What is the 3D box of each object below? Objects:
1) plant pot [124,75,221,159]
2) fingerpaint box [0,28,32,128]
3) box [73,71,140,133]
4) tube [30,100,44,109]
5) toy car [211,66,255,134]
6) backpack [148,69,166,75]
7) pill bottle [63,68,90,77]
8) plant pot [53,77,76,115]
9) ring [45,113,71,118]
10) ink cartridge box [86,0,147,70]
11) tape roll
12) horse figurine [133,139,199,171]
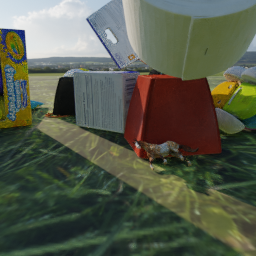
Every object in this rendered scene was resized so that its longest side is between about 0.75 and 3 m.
[{"bbox_3d":[1.005,-0.417,6.755,1.919,1.691,1.917,-2,14,-11],"label":"plant pot"},{"bbox_3d":[-4.331,-1.455,8.381,2.474,2.966,1.088,-8,17,-34],"label":"fingerpaint box"},{"bbox_3d":[-0.646,-0.867,8.582,1.877,1.727,0.985,9,17,32],"label":"box"},{"bbox_3d":[-4.380,-0.994,11.957,0.894,0.582,2.308,9,9,2],"label":"tube"},{"bbox_3d":[3.431,-0.665,8.385,1.703,1.988,2.271,35,5,-15],"label":"toy car"},{"bbox_3d":[1.274,-1.150,9.585,1.649,1.891,2.151,10,12,-13],"label":"backpack"},{"bbox_3d":[-2.815,-2.545,16.039,1.667,1.667,2.966,0,14,2],"label":"pill bottle"},{"bbox_3d":[-2.104,-1.324,11.223,1.610,1.428,1.606,1,13,-6],"label":"plant pot"},{"bbox_3d":[-2.687,-0.538,10.832,1.022,0.098,1.022,1,13,0],"label":"ring"},{"bbox_3d":[0.323,-2.621,6.934,2.232,2.228,0.453,-33,-30,5],"label":"ink cartridge box"},{"bbox_3d":[1.056,-2.181,4.420,2.349,2.349,1.613,1,-19,6],"label":"tape roll"},{"bbox_3d":[0.772,0.486,5.622,1.209,0.302,0.801,-6,32,-16],"label":"horse figurine"}]
